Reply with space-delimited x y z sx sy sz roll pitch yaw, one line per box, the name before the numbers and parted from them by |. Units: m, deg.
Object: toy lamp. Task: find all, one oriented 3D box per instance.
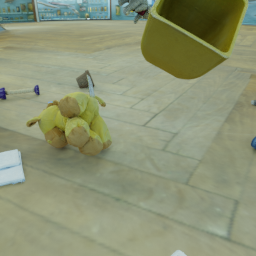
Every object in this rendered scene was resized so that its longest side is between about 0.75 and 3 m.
toy lamp | -4.717 -1.524 11.927 1.793 0.522 0.522 -7 27 -20

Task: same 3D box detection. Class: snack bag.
snack bag | -3.378 1.051 6.982 1.420 0.161 1.506 -10 28 -21

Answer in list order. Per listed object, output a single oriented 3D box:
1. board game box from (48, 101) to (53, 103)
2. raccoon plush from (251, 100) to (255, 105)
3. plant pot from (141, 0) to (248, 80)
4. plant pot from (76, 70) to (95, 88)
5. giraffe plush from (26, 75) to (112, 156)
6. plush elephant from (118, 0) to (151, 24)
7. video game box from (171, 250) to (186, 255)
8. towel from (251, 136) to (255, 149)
board game box | -2.197 -0.772 10.593 1.517 0.277 1.147 -8 26 -17
raccoon plush | 5.510 -1.146 11.211 1.000 0.484 0.670 14 21 26
plant pot | 1.645 -2.797 8.322 2.309 2.362 2.294 28 66 -6
plant pot | -2.038 -2.229 13.146 0.718 0.823 0.823 -22 29 -6
giraffe plush | -1.746 -0.179 7.878 1.859 1.978 2.292 -19 59 19
plush elephant | 0.415 -4.086 9.638 1.288 0.997 1.061 -30 46 1
video game box | 0.662 2.748 3.063 2.328 0.545 2.121 -22 31 -37
towel | 4.515 0.591 7.542 1.140 0.496 2.043 -20 33 -34
